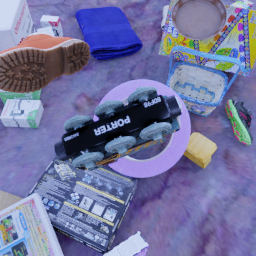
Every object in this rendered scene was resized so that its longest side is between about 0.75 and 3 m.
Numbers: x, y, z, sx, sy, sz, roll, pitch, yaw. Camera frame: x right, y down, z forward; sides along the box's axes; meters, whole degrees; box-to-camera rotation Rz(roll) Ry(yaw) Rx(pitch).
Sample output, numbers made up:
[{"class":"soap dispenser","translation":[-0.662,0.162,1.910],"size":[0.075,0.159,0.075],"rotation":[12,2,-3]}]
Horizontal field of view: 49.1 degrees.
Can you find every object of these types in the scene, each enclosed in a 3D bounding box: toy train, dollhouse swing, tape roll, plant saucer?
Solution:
[{"class":"toy train","translation":[-0.126,0.088,5.240],"size":[2.408,1.372,1.026],"rotation":[-23,71,8]},{"class":"dollhouse swing","translation":[1.909,0.465,7.603],"size":[0.947,0.861,0.833],"rotation":[37,80,24]},{"class":"tape roll","translation":[0.350,0.031,7.063],"size":[2.379,0.780,2.379],"rotation":[-1,83,10]},{"class":"plant saucer","translation":[1.718,-2.690,6.840],"size":[1.325,0.228,1.325],"rotation":[-1,76,5]}]

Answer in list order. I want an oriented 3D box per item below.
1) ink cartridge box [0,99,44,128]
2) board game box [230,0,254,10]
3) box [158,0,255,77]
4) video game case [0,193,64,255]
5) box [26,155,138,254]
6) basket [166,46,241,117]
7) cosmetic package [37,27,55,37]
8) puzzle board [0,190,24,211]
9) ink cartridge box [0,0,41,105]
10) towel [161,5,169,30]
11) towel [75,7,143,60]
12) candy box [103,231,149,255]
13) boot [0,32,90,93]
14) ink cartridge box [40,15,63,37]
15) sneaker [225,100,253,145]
[{"class":"ink cartridge box","translation":[-3.183,-0.441,8.445],"size":[1.045,0.439,0.763],"rotation":[2,54,1]},{"class":"board game box","translation":[4.516,-4.755,11.530],"size":[1.151,0.604,0.593],"rotation":[-37,62,-23]},{"class":"box","translation":[2.693,-2.971,8.817],"size":[2.677,1.696,2.780],"rotation":[18,25,13]},{"class":"video game case","translation":[-2.451,2.991,5.650],"size":[2.328,0.303,2.558],"rotation":[-28,64,-9]},{"class":"box","translation":[-1.139,1.692,6.805],"size":[2.260,0.555,1.822],"rotation":[19,57,14]},{"class":"basket","translation":[2.051,-1.346,8.077],"size":[1.855,2.103,1.463],"rotation":[17,56,12]},{"class":"cosmetic package","translation":[-2.767,-2.840,10.006],"size":[0.576,0.791,1.556],"rotation":[-19,57,-13]},{"class":"puzzle board","translation":[-3.054,2.179,6.730],"size":[0.926,0.107,1.228],"rotation":[16,56,10]},{"class":"ink cartridge box","translation":[-3.451,-2.326,8.392],"size":[1.157,2.752,2.008],"rotation":[-3,54,-2]},{"class":"towel","translation":[2.549,-4.446,11.449],"size":[2.316,0.399,1.535],"rotation":[6,52,5]},{"class":"towel","translation":[-0.807,-3.666,10.762],"size":[2.001,0.671,2.710],"rotation":[-11,54,-16]},{"class":"candy box","translation":[-0.111,2.714,5.845],"size":[1.045,0.876,0.374],"rotation":[-28,59,-19]},{"class":"boot","translation":[-1.370,-0.979,3.935],"size":[0.846,0.592,1.578],"rotation":[28,37,24]},{"class":"ink cartridge box","translation":[-2.879,-3.777,10.637],"size":[0.648,0.878,0.376],"rotation":[4,54,4]},{"class":"sneaker","translation":[3.373,-0.238,8.198],"size":[0.670,0.614,1.599],"rotation":[-6,55,1]}]
